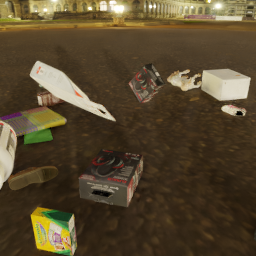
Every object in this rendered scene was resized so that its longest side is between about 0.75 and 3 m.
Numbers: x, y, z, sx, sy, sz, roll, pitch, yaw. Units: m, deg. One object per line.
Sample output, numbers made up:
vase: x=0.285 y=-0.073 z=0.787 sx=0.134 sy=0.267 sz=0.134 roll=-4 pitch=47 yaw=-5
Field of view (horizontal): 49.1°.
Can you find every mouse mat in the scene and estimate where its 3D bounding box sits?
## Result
mouse mat: x=-3.470 y=0.271 z=10.780 sx=1.060 sy=0.050 sz=1.318 roll=-8 pitch=25 yaw=-17

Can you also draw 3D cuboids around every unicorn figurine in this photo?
unicorn figurine: x=3.357 y=-2.703 z=16.215 sx=1.867 sy=1.004 sz=2.718 roll=-28 pitch=21 yaw=-28

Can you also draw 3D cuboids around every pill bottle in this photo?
pill bottle: x=-3.990 y=0.829 z=8.011 sx=1.375 sy=1.375 sz=2.485 roll=-7 pitch=26 yaw=-15

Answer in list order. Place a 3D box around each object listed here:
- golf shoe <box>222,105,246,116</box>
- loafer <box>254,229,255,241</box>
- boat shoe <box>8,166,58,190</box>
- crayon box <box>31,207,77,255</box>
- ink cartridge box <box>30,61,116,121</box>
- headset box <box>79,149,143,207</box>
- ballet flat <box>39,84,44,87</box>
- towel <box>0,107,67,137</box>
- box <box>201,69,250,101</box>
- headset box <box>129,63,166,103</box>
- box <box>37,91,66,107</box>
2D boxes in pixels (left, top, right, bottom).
golf shoe: x=4.747 y=-0.788 z=12.622 sx=1.056 sy=0.383 sz=0.486 roll=14 pitch=28 yaw=27
loafer: x=3.158 y=2.144 z=6.377 sx=0.388 sy=0.401 sz=1.143 roll=16 pitch=30 yaw=31
boat shoe: x=-2.726 y=1.313 z=8.039 sx=1.361 sy=0.490 sz=0.463 roll=-12 pitch=29 yaw=-24
crayon box: x=-1.507 y=2.135 z=5.760 sx=0.813 sy=0.942 sz=0.275 roll=6 pitch=26 yaw=12
ink cartridge box: x=-1.724 y=-1.228 z=9.794 sx=2.719 sy=0.682 sz=2.205 roll=21 pitch=-8 yaw=12
headset box: x=-0.435 y=1.358 z=7.711 sx=1.343 sy=0.678 sz=1.807 roll=7 pitch=26 yaw=15
ballet flat: x=-5.025 y=-2.875 z=16.997 sx=0.453 sy=0.428 sz=1.344 roll=5 pitch=26 yaw=11
towel: x=-4.175 y=-0.210 z=11.485 sx=2.901 sy=0.330 sz=2.083 roll=-20 pitch=32 yaw=-34
box: x=5.191 y=-2.375 z=15.107 sx=1.604 sy=1.120 sz=2.106 roll=-6 pitch=26 yaw=-12
headset box: x=0.850 y=-2.086 z=13.565 sx=0.631 sy=1.683 sz=1.251 roll=-20 pitch=76 yaw=-39
box: x=-3.769 y=-1.507 z=13.835 sx=1.295 sy=0.648 sz=0.485 roll=-21 pitch=33 yaw=-38
